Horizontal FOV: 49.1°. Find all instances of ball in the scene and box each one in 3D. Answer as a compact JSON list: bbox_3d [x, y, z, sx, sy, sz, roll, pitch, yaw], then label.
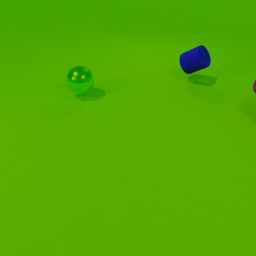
[{"bbox_3d":[-1.375,-1.381,8.077,0.810,0.810,0.810,0,36,0],"label":"ball"}]

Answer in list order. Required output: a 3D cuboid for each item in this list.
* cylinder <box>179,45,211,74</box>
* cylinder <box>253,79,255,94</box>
[{"bbox_3d":[2.080,-2.112,8.697,0.707,0.707,0.707,-15,19,46],"label":"cylinder"},{"bbox_3d":[3.742,-0.893,6.564,1.107,1.107,1.107,-13,50,-17],"label":"cylinder"}]
